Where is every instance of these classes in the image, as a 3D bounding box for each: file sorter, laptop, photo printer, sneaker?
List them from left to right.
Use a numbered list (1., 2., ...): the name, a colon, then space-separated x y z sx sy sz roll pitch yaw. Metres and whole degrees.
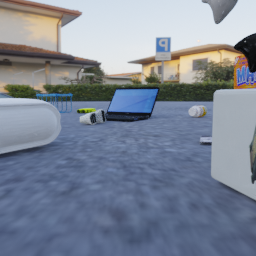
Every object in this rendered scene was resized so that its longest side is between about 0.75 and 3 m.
1. photo printer: -2.426 -0.052 4.420 1.983 0.828 2.384 4 8 31
2. file sorter: -3.963 -1.339 15.101 1.634 1.002 1.133 6 8 37
3. sneaker: -1.088 -0.341 8.964 0.497 0.461 1.227 -6 3 24
4. laptop: -0.220 -0.988 10.893 2.154 1.255 2.431 3 7 31

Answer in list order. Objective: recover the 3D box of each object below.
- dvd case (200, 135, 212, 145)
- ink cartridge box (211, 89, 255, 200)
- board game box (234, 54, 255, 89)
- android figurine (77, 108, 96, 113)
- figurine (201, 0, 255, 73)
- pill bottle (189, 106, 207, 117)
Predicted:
1. dvd case: 1.729 0.231 5.353 0.670 0.072 0.901 2 7 16
2. ink cartridge box: 1.890 0.176 1.966 1.633 0.928 2.241 -2 7 -15
3. board game box: 5.719 -1.583 10.484 2.502 2.503 2.504 -2 7 -5
4. android figurine: -2.141 -0.893 14.592 1.016 0.229 1.116 2 8 23
5. figurine: 2.500 -2.457 5.252 0.944 2.192 2.139 -20 -16 -31
6. pill bottle: 2.891 -0.688 11.661 0.472 0.472 0.850 6 9 43
